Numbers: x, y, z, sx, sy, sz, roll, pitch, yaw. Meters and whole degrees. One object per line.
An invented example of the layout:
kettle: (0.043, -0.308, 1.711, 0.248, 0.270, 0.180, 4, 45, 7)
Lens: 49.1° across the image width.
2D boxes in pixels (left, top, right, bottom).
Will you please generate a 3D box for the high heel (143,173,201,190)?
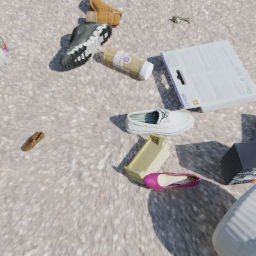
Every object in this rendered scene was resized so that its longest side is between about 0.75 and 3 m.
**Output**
high heel: (1.250, 1.477, 7.960, 1.549, 0.743, 0.522, 11, 61, -10)

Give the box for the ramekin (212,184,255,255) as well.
ramekin: (3.102, 2.422, 6.710, 2.486, 2.486, 1.158, -35, 51, -19)

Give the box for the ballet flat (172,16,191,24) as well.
ballet flat: (2.290, -4.612, 12.000, 0.824, 0.279, 0.310, 8, 78, 2)

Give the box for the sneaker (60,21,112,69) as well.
sneaker: (-1.852, -3.292, 10.884, 1.235, 0.907, 2.730, 29, 60, 19)

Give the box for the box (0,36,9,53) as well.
box: (-5.227, -3.293, 11.262, 0.577, 0.165, 0.843, -29, 64, -16)

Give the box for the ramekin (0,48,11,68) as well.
ramekin: (-3.267, -1.826, 6.247, 0.592, 1.272, 1.272, -39, 67, -10)

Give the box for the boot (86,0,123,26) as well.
boot: (-0.947, -5.107, 12.071, 1.466, 0.698, 1.895, 6, 68, 2)

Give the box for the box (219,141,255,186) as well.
box: (3.531, 1.003, 7.994, 1.353, 1.486, 0.773, -6, 61, -3)

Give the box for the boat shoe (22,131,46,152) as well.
boat shoe: (-3.058, 0.415, 9.026, 0.308, 0.289, 0.855, 38, 67, 20)

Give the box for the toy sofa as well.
toy sofa: (0.627, 0.970, 8.590, 0.632, 0.745, 1.527, 18, 58, 39)

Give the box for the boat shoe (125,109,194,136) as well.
boat shoe: (1.057, -0.217, 9.114, 2.305, 0.770, 0.848, -8, 60, -5)

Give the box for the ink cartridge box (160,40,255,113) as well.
ink cartridge box: (2.840, -1.886, 10.204, 2.781, 0.564, 2.775, -11, 60, -7)

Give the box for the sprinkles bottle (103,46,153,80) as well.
sprinkles bottle: (-0.018, -2.438, 10.489, 1.878, 0.641, 0.641, 27, 63, 15)
